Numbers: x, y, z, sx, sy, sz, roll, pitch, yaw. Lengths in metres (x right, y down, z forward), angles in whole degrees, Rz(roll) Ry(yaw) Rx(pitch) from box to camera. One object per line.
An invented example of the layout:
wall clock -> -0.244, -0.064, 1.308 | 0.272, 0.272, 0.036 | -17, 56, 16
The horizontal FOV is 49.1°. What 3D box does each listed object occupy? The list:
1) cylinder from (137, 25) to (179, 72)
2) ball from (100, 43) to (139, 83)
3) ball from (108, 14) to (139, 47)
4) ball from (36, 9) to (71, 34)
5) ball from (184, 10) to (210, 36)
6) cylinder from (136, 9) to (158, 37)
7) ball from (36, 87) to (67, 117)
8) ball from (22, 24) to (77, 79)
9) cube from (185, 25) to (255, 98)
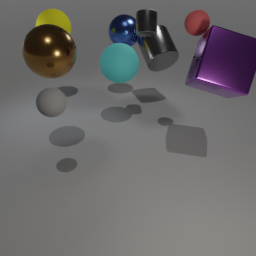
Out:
cylinder -> 1.273, -3.376, 11.937 | 1.400, 1.400, 1.400 | -12, 69, -20
ball -> -0.305, -2.308, 10.005 | 1.400, 1.400, 1.400 | 0, 30, 0
ball -> -0.154, -4.214, 12.232 | 1.400, 1.400, 1.400 | 0, 30, 0
ball -> -3.050, -4.147, 11.515 | 1.400, 1.400, 1.400 | 0, 30, 0
ball -> 1.951, -2.966, 7.911 | 0.700, 0.700, 0.700 | 0, 30, 0
cylinder -> 0.609, -3.414, 9.151 | 0.700, 0.700, 0.700 | 1, 4, 0
ball -> -1.794, -0.599, 6.571 | 0.700, 0.700, 0.700 | 0, 30, 0
ball -> -2.069, -2.020, 7.443 | 1.400, 1.400, 1.400 | 0, 30, 0
cube -> 2.516, -1.696, 7.540 | 1.400, 1.400, 1.400 | 17, 3, 0
